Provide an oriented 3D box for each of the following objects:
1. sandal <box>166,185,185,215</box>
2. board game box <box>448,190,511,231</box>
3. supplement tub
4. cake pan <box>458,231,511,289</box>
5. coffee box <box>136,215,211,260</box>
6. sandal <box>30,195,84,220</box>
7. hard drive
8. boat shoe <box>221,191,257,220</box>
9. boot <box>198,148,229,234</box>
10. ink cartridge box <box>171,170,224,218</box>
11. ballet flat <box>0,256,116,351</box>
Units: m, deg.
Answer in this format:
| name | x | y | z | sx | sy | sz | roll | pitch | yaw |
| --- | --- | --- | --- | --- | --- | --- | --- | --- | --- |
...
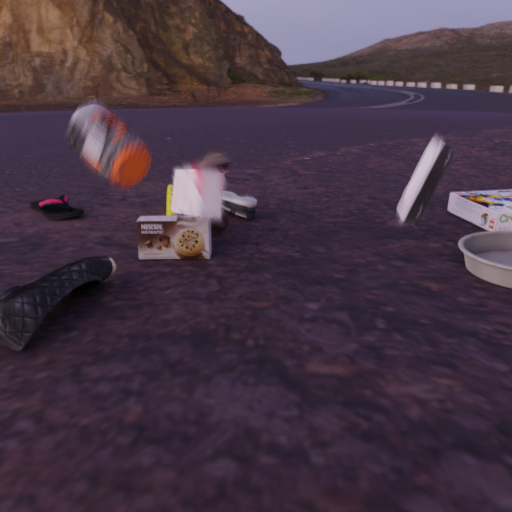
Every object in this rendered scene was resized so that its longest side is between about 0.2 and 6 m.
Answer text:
| name | x | y | z | sx | sy | sz | roll | pitch | yaw |
| --- | --- | --- | --- | --- | --- | --- | --- | --- | --- |
| sandal | -1.902 | -1.316 | 14.318 | 0.798 | 0.729 | 1.834 | -2 | 28 | -10 |
| board game box | 6.808 | -1.170 | 13.950 | 3.284 | 0.568 | 2.073 | -4 | 20 | -12 |
| supplement tub | -3.012 | -2.255 | 11.530 | 1.741 | 1.066 | 1.066 | 42 | 38 | 25 |
| cake pan | 5.082 | 0.085 | 10.514 | 2.486 | 0.456 | 2.486 | 0 | 19 | 0 |
| coffee box | -1.644 | -0.385 | 11.314 | 1.440 | 0.814 | 0.575 | 0 | 16 | -1 |
| sandal | -5.288 | -1.354 | 14.614 | 2.215 | 0.499 | 0.832 | 18 | 26 | 42 |
| hard drive | 3.583 | -1.596 | 11.999 | 0.332 | 1.753 | 1.225 | 22 | 22 | -1 |
| boat shoe | -0.643 | -1.331 | 14.486 | 0.626 | 0.500 | 1.656 | -14 | 25 | -37 |
| boot | -0.884 | -1.428 | 12.318 | 0.623 | 1.941 | 1.809 | 23 | 25 | 15 |
| ink cartridge box | -1.127 | -1.186 | 10.630 | 0.493 | 0.846 | 1.169 | 4 | 4 | -33 |
| ballet flat | -3.107 | 0.658 | 8.806 | 0.972 | 0.831 | 2.924 | -32 | 3 | 24 |
